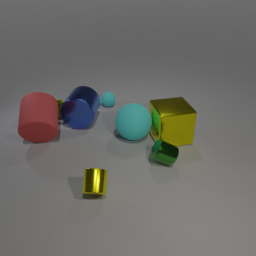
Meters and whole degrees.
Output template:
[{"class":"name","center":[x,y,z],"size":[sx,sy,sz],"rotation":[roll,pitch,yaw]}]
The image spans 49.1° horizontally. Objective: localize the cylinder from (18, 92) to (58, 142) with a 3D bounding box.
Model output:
[{"class":"cylinder","center":[-3.357,-0.394,10.555],"size":[1.400,1.400,1.400],"rotation":[-4,56,-7]}]

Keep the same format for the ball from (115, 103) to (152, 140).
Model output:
[{"class":"ball","center":[0.211,-0.240,10.729],"size":[1.400,1.400,1.400],"rotation":[0,30,0]}]

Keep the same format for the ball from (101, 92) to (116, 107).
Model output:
[{"class":"ball","center":[-0.942,-1.378,13.426],"size":[0.700,0.700,0.700],"rotation":[0,30,0]}]

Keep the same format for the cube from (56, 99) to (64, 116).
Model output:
[{"class":"cube","center":[-3.220,-0.918,12.250],"size":[0.700,0.700,0.700],"rotation":[11,-1,-36]}]

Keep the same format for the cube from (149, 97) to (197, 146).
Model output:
[{"class":"cube","center":[1.655,-0.240,10.775],"size":[1.400,1.400,1.400],"rotation":[-7,31,-11]}]

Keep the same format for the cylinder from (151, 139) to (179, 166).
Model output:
[{"class":"cylinder","center":[1.226,0.819,9.384],"size":[0.700,0.700,0.700],"rotation":[24,27,-15]}]

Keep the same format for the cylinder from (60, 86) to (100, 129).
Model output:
[{"class":"cylinder","center":[-1.983,-0.884,11.858],"size":[1.400,1.400,1.400],"rotation":[3,31,6]}]

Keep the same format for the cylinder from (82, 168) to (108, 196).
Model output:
[{"class":"cylinder","center":[-0.953,1.572,8.117],"size":[0.700,0.700,0.700],"rotation":[1,70,2]}]
